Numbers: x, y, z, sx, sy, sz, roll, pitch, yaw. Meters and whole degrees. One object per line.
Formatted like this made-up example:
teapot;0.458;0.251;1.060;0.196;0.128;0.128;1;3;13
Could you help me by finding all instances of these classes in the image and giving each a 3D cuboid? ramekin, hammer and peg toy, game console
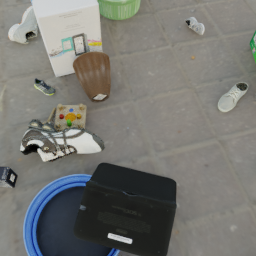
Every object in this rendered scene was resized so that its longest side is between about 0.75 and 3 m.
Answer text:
ramekin;-0.480;-6.272;13.358;2.355;1.150;2.355;0;59;0
hammer and peg toy;-2.329;-0.396;10.236;1.560;0.550;1.147;0;59;0
game console;0.027;2.349;8.437;2.649;1.541;2.329;12;77;6

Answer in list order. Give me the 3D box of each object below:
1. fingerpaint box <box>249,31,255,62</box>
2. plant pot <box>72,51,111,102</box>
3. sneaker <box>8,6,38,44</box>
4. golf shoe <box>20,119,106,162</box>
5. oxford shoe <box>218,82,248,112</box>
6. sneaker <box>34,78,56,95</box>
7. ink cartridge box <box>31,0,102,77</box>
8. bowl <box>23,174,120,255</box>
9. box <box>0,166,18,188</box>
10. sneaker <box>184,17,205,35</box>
fingerpaint box;6.515;-2.852;11.430;2.246;0.988;2.692;-2;60;0
plant pot;-1.242;-1.840;10.709;1.469;1.469;1.571;-13;72;-8
sneaker;-4.356;-4.598;12.677;0.994;0.818;2.161;27;70;7
golf shoe;-2.189;0.645;9.299;2.856;1.110;1.349;8;54;15
oxford shoe;4.052;-1.241;10.791;1.646;0.475;0.619;-41;70;-19
sneaker;-3.311;-1.628;11.043;1.032;0.418;0.381;24;62;14
ink cartridge box;-2.336;-3.924;10.945;2.124;2.908;2.134;-18;61;-12
bowl;-1.514;2.860;8.295;2.981;0.585;2.981;0;59;0
box;-4.075;1.556;8.949;0.772;0.778;0.480;4;60;2
sneaker;3.015;-4.611;12.771;0.505;0.461;1.233;-14;48;-21
